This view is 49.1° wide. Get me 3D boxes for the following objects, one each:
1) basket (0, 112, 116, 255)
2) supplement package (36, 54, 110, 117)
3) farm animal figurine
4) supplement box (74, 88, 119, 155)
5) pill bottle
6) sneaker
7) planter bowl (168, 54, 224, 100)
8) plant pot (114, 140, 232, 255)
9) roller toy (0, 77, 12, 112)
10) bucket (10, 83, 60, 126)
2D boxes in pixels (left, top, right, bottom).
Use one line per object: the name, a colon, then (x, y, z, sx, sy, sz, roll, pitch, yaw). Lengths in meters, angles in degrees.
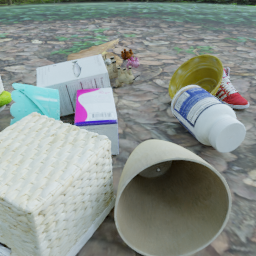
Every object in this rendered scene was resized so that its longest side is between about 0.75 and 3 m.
basket: (-2.186, 1.452, 6.796, 2.870, 2.329, 2.896, 17, 37, 24)
supplement package: (-2.294, -1.808, 12.151, 2.905, 1.704, 1.698, -14, 43, -6)
farm animal figurine: (-0.568, -3.052, 15.304, 2.750, 1.450, 2.781, -7, 37, 12)
supplement box: (-1.186, -0.313, 10.526, 1.432, 1.463, 2.830, -4, 33, -5)
pill bottle: (2.942, -0.368, 10.455, 1.613, 1.613, 2.907, -10, 33, -16)
sneaker: (4.687, -1.971, 13.229, 0.950, 1.499, 2.666, -14, 34, -23)
planter bowl: (3.345, -1.986, 13.106, 2.724, 1.134, 2.724, -24, 49, 30)
plant pot: (0.847, 1.333, 7.178, 2.527, 2.527, 2.698, -3, 20, -5)
roller toy: (-6.840, -1.607, 12.192, 2.793, 1.952, 2.548, -26, 40, -36)
bucket: (-3.303, -0.409, 9.929, 1.536, 2.361, 2.361, 1, 29, -19)
